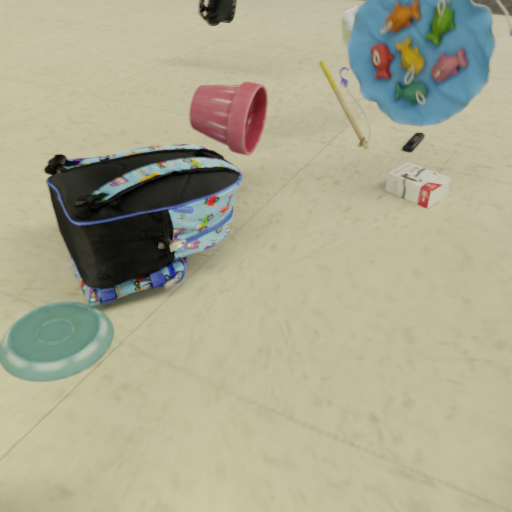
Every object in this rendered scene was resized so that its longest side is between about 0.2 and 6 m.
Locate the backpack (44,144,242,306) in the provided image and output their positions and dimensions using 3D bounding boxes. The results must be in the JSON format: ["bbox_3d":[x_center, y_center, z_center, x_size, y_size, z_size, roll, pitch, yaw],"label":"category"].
[{"bbox_3d":[-1.549,-0.658,8.408,2.637,1.774,2.407,-18,32,-23],"label":"backpack"}]

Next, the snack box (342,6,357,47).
[{"bbox_3d":[2.182,-4.481,11.921,0.337,0.905,1.273,-18,71,6],"label":"snack box"}]

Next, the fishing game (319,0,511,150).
[{"bbox_3d":[2.232,-2.909,7.910,3.090,2.213,0.480,-18,11,45],"label":"fishing game"}]

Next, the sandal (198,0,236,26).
[{"bbox_3d":[-0.696,-4.118,9.182,0.375,0.589,1.568,1,19,-18],"label":"sandal"}]

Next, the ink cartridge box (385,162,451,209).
[{"bbox_3d":[3.084,-1.364,10.713,0.716,0.404,0.975,-30,46,-34],"label":"ink cartridge box"}]

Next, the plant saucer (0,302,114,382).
[{"bbox_3d":[-2.668,1.064,7.478,1.487,0.204,1.487,1,36,0],"label":"plant saucer"}]

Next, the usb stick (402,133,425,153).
[{"bbox_3d":[3.558,-2.567,12.641,0.263,0.155,0.948,13,37,28],"label":"usb stick"}]

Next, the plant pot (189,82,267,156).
[{"bbox_3d":[-0.478,-2.316,9.159,1.038,1.160,1.160,16,38,12],"label":"plant pot"}]
